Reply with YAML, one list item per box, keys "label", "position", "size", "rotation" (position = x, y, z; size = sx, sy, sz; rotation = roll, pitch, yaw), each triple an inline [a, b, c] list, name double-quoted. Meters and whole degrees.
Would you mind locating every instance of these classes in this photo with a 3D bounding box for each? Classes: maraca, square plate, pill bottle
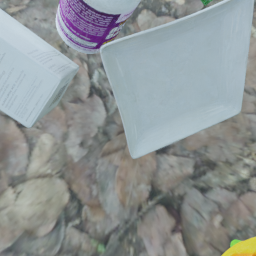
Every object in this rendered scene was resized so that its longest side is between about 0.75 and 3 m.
- label: "maraca"
  position: [1.816, 1.897, 3.255]
  size: [1.678, 2.448, 1.309]
  rotation: [15, 96, 26]
- label: "square plate"
  position: [0.924, -0.768, 4.838]
  size: [2.458, 2.482, 0.353]
  rotation: [-22, 44, -7]
- label: "pill bottle"
  position: [-0.415, -2.044, 4.263]
  size: [1.132, 2.016, 1.132]
  rotation: [4, 78, -21]

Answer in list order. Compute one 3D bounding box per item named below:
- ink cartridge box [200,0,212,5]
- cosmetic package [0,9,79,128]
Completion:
- label: "ink cartridge box"
  position: [1.794, -3.806, 6.202]
  size: [1.279, 1.753, 0.737]
  rotation: [-31, 61, 26]
- label: "cosmetic package"
  position: [-2.382, -1.374, 4.960]
  size: [2.733, 1.542, 1.109]
  rotation: [34, 108, -8]
